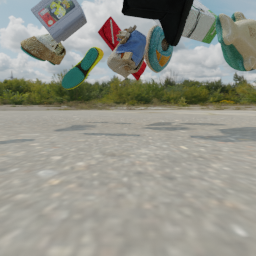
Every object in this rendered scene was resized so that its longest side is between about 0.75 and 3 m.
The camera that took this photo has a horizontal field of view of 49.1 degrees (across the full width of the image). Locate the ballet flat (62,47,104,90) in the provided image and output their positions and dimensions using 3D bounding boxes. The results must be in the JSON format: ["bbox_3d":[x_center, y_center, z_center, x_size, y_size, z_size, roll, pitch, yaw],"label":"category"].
[{"bbox_3d":[-1.985,-2.667,12.756,2.526,0.844,0.847,-42,-5,24],"label":"ballet flat"}]

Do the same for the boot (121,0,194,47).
[{"bbox_3d":[0.730,-3.212,7.823,1.812,0.824,2.157,7,-20,-1],"label":"boot"}]

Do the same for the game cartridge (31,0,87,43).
[{"bbox_3d":[-1.981,-3.317,8.100,1.212,1.822,0.372,-37,-30,-4],"label":"game cartridge"}]

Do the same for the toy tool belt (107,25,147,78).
[{"bbox_3d":[0.134,-2.844,9.682,1.282,2.053,1.262,26,-26,-14],"label":"toy tool belt"}]

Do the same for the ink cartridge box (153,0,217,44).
[{"bbox_3d":[1.912,-3.920,9.711,2.308,0.973,1.686,-1,45,-40],"label":"ink cartridge box"}]

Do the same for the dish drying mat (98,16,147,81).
[{"bbox_3d":[-0.142,-3.429,12.277,0.257,1.083,2.821,-4,-40,46],"label":"dish drying mat"}]

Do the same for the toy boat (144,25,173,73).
[{"bbox_3d":[1.035,-3.268,11.771,2.428,2.041,1.128,-14,27,-33],"label":"toy boat"}]

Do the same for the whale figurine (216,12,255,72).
[{"bbox_3d":[3.055,-2.400,7.979,2.279,1.813,1.183,4,-15,-41],"label":"whale figurine"}]

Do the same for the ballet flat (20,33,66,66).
[{"bbox_3d":[-2.882,-2.874,9.924,1.024,0.948,2.904,42,7,-6],"label":"ballet flat"}]
